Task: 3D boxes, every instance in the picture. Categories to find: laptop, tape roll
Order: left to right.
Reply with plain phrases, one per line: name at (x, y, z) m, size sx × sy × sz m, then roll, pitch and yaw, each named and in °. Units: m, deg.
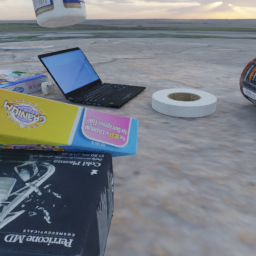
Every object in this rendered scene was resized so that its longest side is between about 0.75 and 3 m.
laptop at (-1.076, -1.844, 9.570) m, size 2.829 × 1.461 × 2.507 m, roll 9°, pitch 25°, yaw 21°
tape roll at (1.692, -0.798, 8.480) m, size 1.940 × 0.354 × 1.940 m, roll 1°, pitch 22°, yaw 0°

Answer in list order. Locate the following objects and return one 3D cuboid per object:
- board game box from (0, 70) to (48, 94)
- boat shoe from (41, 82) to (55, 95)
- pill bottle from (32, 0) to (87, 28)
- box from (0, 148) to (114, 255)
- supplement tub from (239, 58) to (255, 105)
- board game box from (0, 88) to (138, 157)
board game box at (-4.641, -1.577, 10.154) m, size 2.434 × 0.502 × 2.440 m, roll 11°, pitch 25°, yaw 25°
boat shoe at (-2.831, -1.452, 10.002) m, size 0.389 × 0.398 × 1.123 m, roll -3°, pitch 22°, yaw -5°
pill bottle at (-1.738, -3.576, 6.513) m, size 1.205 × 2.171 × 1.205 m, roll -9°, pitch 11°, yaw 2°
box at (-1.114, 1.066, 3.133) m, size 1.714 × 1.062 × 1.685 m, roll 2°, pitch 25°, yaw 4°
supplement tub at (4.325, -0.999, 7.420) m, size 1.551 × 1.551 × 2.900 m, roll -3°, pitch 23°, yaw -7°
board game box at (-1.461, 0.051, 4.018) m, size 2.590 × 0.522 × 1.982 m, roll 11°, pitch -15°, yaw -32°
